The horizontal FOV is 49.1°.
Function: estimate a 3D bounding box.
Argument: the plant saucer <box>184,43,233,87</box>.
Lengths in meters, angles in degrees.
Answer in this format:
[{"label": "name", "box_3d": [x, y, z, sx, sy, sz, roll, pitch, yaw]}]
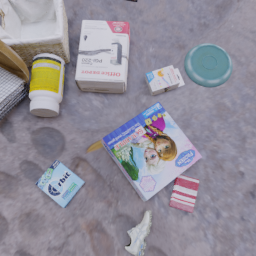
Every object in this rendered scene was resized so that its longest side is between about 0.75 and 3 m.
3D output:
[{"label": "plant saucer", "box_3d": [2.964, -2.353, 10.227, 1.788, 0.245, 1.788, 0, 74, 0]}]

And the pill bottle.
[{"label": "pill bottle", "box_3d": [-2.755, -1.424, 9.514, 1.101, 1.101, 1.927, 1, 74, 0]}]

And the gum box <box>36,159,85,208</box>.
[{"label": "gum box", "box_3d": [-2.178, 1.790, 9.058, 1.211, 0.270, 1.029, 37, 78, 10]}]

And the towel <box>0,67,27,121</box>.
[{"label": "towel", "box_3d": [-4.560, -1.111, 9.467, 1.578, 0.816, 1.906, 28, 61, 16]}]

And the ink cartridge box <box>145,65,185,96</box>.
[{"label": "ink cartridge box", "box_3d": [1.332, -1.728, 9.947, 1.298, 0.440, 0.747, -19, 75, -5]}]

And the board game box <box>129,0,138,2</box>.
[{"label": "board game box", "box_3d": [0.200, -5.406, 11.121, 0.527, 0.135, 0.778, 14, 75, 4]}]

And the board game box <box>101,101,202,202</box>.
[{"label": "board game box", "box_3d": [0.760, 0.693, 9.021, 2.356, 0.485, 2.350, -34, 80, -18]}]

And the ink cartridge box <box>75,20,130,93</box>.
[{"label": "ink cartridge box", "box_3d": [-0.847, -2.503, 9.873, 1.712, 0.997, 2.350, 3, 76, 2]}]

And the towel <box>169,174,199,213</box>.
[{"label": "towel", "box_3d": [1.832, 2.097, 9.055, 0.790, 0.125, 1.096, 16, 75, 4]}]

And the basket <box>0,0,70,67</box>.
[{"label": "basket", "box_3d": [-3.203, -3.492, 9.728, 2.234, 1.797, 2.214, -6, 75, -1]}]

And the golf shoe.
[{"label": "golf shoe", "box_3d": [0.330, 3.154, 8.570, 0.681, 0.549, 1.402, 16, 74, 10]}]

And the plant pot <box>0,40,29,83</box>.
[{"label": "plant pot", "box_3d": [-4.370, -2.429, 8.861, 2.894, 2.894, 0.398, 26, 76, 7]}]
